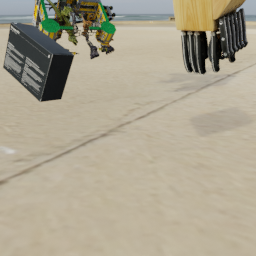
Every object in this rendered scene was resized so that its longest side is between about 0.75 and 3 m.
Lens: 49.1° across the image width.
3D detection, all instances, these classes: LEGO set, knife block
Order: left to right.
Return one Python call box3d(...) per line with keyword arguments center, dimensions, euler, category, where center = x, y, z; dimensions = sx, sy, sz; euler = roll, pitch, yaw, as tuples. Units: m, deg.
box3d(center=(-1.822, -3.103, 8.856), dimensions=(2.704, 1.566, 2.079), euler=(-18, 73, -31), category="LEGO set")
box3d(center=(1.217, -2.172, 4.916), dimensions=(0.740, 2.030, 2.313), euler=(-33, 80, -31), category="knife block")

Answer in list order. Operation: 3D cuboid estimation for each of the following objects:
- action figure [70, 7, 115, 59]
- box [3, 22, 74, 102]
box3d(center=(-1.559, -3.911, 10.523), dimensions=(1.554, 2.614, 1.334), euler=(-26, 6, -20), category="action figure")
box3d(center=(-1.595, -1.160, 4.885), dimensions=(1.247, 0.880, 0.492), euler=(39, 33, 26), category="box")
